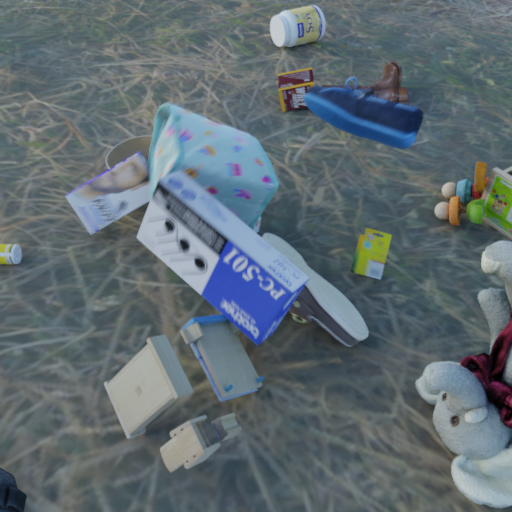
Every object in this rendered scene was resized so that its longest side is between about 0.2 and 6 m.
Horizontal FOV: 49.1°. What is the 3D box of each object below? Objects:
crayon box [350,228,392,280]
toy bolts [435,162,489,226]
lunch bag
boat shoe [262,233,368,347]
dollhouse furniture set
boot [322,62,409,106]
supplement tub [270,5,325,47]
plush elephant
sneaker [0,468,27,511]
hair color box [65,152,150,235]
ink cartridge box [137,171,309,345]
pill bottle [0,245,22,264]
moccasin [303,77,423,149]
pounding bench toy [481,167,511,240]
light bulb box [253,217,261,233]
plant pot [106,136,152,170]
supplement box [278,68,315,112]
[{"bbox_3d":[2.165,-0.042,10.523,0.555,0.874,0.222,15,1,-12],"label":"crayon box"},{"bbox_3d":[4.367,-1.401,11.899,0.958,1.319,1.381,5,23,26],"label":"toy bolts"},{"bbox_3d":[-0.939,-1.836,10.836,2.106,1.508,2.473,12,40,-25],"label":"lunch bag"},{"bbox_3d":[0.843,0.693,9.807,2.548,0.758,0.915,45,21,18],"label":"boat shoe"},{"bbox_3d":[-0.868,2.113,8.590,2.060,1.344,1.945,-4,56,-50],"label":"dollhouse furniture set"},{"bbox_3d":[2.839,-4.715,15.696,2.473,0.794,2.305,-3,42,3],"label":"boot"},{"bbox_3d":[1.347,-7.482,18.305,1.541,1.121,1.121,-21,47,-21],"label":"supplement tub"},{"bbox_3d":[3.370,1.777,7.680,2.451,3.166,2.607,-28,32,3],"label":"plush elephant"},{"bbox_3d":[-4.346,3.256,7.074,2.790,1.019,1.561,7,40,-4],"label":"sneaker"},{"bbox_3d":[-2.822,-1.261,11.256,1.694,0.926,0.549,-30,15,4],"label":"hair color box"},{"bbox_3d":[-0.602,0.011,8.976,2.785,1.309,0.616,40,38,14],"label":"ink cartridge box"},{"bbox_3d":[-4.984,-0.033,10.911,0.697,0.388,0.388,1,43,1],"label":"pill bottle"},{"bbox_3d":[2.050,-2.768,10.693,2.346,0.944,0.800,29,85,20],"label":"moccasin"},{"bbox_3d":[5.882,-1.036,11.382,1.514,1.206,1.941,-23,48,-24],"label":"pounding bench toy"},{"bbox_3d":[-0.420,-0.616,11.361,0.740,0.462,0.733,32,54,18],"label":"light bulb box"},{"bbox_3d":[-2.519,-1.892,12.437,1.386,0.930,1.386,-5,45,5],"label":"plant pot"},{"bbox_3d":[1.135,-4.577,15.421,0.973,0.655,0.986,-8,42,9],"label":"supplement box"}]
